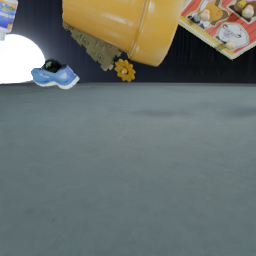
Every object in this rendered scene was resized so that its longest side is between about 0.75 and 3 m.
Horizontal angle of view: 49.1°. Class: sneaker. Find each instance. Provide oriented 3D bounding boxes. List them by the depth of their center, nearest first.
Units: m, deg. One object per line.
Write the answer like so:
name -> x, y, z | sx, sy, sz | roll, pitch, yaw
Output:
sneaker -> -2.429, -1.823, 8.851 | 1.960, 0.874, 0.770 | 10, 51, 34

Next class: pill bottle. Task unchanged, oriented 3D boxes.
pill bottle -> -3.987, -3.457, 8.783 | 0.744, 1.328, 0.744 | 21, 22, -9

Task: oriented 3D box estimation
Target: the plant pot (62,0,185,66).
plant pot -> -0.127, -2.160, 4.724 | 1.732, 1.891, 1.891 | 11, 10, -8

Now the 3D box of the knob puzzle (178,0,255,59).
knob puzzle -> 3.025, -3.255, 8.037 | 3.208, 0.445, 3.208 | 19, -24, 9

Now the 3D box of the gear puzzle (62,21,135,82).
gear puzzle -> -0.703, -2.431, 7.865 | 0.358, 2.734, 1.416 | -42, -1, -34
